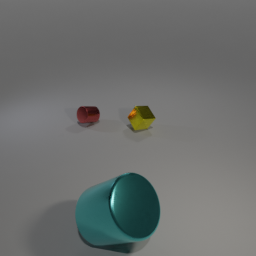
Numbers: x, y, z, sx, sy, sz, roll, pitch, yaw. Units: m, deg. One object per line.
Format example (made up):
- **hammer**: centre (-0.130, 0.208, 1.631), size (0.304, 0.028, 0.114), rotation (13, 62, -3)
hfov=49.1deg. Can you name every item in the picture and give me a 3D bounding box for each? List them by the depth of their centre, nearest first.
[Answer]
- **cylinder**: centre (-0.237, 1.841, 6.265), size (1.400, 1.400, 1.400), rotation (-30, 4, 43)
- **cube**: centre (0.537, -0.410, 11.221), size (0.700, 0.700, 0.700), rotation (-5, 55, -40)
- **cylinder**: centre (-1.652, -0.562, 11.655), size (0.700, 0.700, 0.700), rotation (24, 19, 37)
